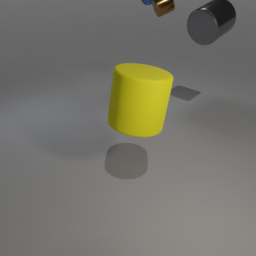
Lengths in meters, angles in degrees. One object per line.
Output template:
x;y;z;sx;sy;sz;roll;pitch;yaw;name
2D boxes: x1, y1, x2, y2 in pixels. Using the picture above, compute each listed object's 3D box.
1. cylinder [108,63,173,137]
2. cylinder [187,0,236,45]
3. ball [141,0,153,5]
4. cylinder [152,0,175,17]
0.268;-0.702;6.790;1.400;1.400;1.400;7;26;-4;cylinder
3.283;-4.187;11.039;1.400;1.400;1.400;26;51;38;cylinder
0.935;-6.093;13.028;0.700;0.700;0.700;0;29;0;ball
1.443;-4.993;11.399;0.700;0.700;0.700;-26;32;-1;cylinder
